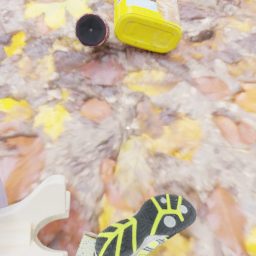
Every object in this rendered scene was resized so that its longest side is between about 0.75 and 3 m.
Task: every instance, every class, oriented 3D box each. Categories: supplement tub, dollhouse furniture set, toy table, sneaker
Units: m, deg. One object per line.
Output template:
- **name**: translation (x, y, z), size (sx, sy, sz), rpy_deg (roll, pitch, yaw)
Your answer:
- **supplement tub**: translation (-1.014, -2.904, 8.373), size (0.946, 0.946, 1.768), rpy_deg (-1, 19, -1)
- **dollhouse furniture set**: translation (-0.577, 2.798, 5.466), size (1.040, 0.654, 1.176), rpy_deg (15, 60, 9)
- **toy table**: translation (-1.864, 1.918, 5.053), size (1.508, 2.576, 2.368), rpy_deg (0, 34, -8)
- **sneaker**: translation (0.365, 2.086, 5.739), size (2.299, 0.878, 0.867), rpy_deg (-17, 52, -22)

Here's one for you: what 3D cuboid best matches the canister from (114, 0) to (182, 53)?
- **canister**: translation (0.586, -3.966, 9.002), size (2.177, 1.269, 2.931), rpy_deg (10, 57, -17)
